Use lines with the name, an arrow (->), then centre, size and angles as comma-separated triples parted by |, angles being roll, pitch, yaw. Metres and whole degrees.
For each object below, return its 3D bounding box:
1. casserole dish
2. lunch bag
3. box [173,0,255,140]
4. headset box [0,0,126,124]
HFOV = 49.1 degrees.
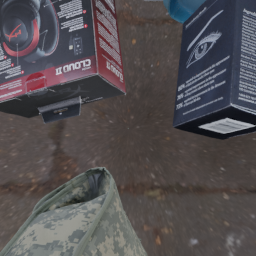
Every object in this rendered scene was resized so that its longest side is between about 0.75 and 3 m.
casserole dish -> 2.052, -2.901, 6.787 | 2.394, 1.450, 0.464 | 22, 81, 7
lunch bag -> -0.579, 1.962, 3.756 | 1.407, 1.962, 2.392 | -10, 25, 27
box -> 2.070, -1.291, 5.665 | 1.403, 1.990, 2.689 | 13, 77, -17
headset box -> -1.345, -1.595, 5.056 | 2.217, 1.119, 2.983 | -12, 76, 20
